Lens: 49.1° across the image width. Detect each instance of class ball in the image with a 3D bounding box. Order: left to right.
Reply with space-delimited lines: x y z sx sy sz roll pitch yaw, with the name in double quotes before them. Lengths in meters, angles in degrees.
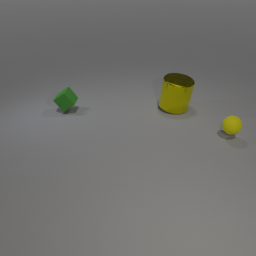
"ball" 3.907 -0.107 10.510 0.700 0.700 0.700 0 29 0

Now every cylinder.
"cylinder" 2.190 -1.585 12.733 1.400 1.400 1.400 5 36 -3

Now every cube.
"cube" -2.781 -1.296 12.567 0.700 0.700 0.700 -30 24 23
